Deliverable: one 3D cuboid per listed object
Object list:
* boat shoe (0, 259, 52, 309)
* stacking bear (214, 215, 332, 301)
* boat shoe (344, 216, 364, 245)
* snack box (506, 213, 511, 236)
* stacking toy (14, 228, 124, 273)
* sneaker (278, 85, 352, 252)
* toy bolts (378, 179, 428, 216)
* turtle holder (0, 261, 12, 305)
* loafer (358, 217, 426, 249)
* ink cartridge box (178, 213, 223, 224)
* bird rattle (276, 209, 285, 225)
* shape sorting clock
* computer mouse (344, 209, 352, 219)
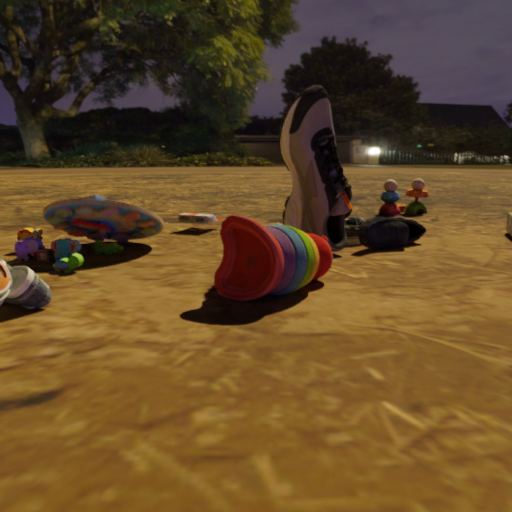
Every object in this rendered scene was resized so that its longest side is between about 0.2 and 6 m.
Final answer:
[{"bbox_3d":[-3.683,0.484,8.389,1.860,0.677,0.575,2,-34,44],"label":"boat shoe"},{"bbox_3d":[0.477,0.039,8.952,1.177,1.257,2.070,15,11,36],"label":"stacking bear"},{"bbox_3d":[2.326,-0.629,13.110,1.866,0.632,0.669,-6,12,-26],"label":"boat shoe"},{"bbox_3d":[7.317,-0.678,13.536,2.110,0.559,1.501,3,12,13],"label":"snack box"},{"bbox_3d":[-4.105,-0.157,11.070,2.371,0.557,1.788,3,12,12],"label":"stacking toy"},{"bbox_3d":[1.337,-1.654,11.250,1.392,3.511,1.298,21,40,37],"label":"sneaker"},{"bbox_3d":[4.666,-1.987,18.467,1.637,1.136,1.564,-7,14,-31],"label":"toy bolts"},{"bbox_3d":[-3.757,0.504,7.191,1.012,1.332,0.946,40,28,19],"label":"turtle holder"},{"bbox_3d":[3.049,-0.550,12.524,2.086,0.708,0.732,-7,4,-44],"label":"loafer"},{"bbox_3d":[-1.465,-1.042,14.936,0.850,0.263,1.049,4,15,21],"label":"ink cartridge box"},{"bbox_3d":[1.067,-0.740,14.364,1.002,0.692,1.229,-21,34,-31],"label":"bird rattle"},{"bbox_3d":[-3.269,-0.709,12.065,2.517,0.494,2.517,4,-13,1],"label":"shape sorting clock"},{"bbox_3d":[2.346,-1.205,16.875,1.211,0.319,0.839,-6,8,34],"label":"computer mouse"}]
